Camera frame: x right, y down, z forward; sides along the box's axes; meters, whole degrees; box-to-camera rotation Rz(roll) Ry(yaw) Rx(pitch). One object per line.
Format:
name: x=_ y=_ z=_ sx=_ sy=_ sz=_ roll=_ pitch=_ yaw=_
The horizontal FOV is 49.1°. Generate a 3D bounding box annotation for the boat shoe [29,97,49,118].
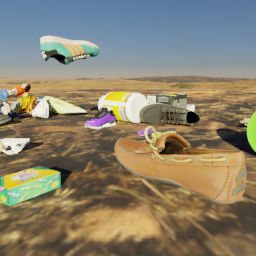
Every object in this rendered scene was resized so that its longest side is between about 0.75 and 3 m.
boat shoe: x=-4.127 y=-0.966 z=12.629 sx=0.781 sy=0.879 sz=2.388 roll=0 pitch=8 yaw=-24

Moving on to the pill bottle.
pill bottle: x=-0.271 y=-0.864 z=11.274 sx=1.145 sy=1.145 sz=2.097 roll=-9 pitch=14 yaw=-41

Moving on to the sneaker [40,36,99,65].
sneaker: x=-1.688 y=-2.190 z=8.313 sx=1.813 sy=0.724 sz=0.647 roll=-2 pitch=-6 yaw=-33

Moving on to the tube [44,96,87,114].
tube: x=-3.232 y=-1.014 z=13.556 sx=2.889 sy=0.750 sz=0.838 roll=18 pitch=58 yaw=46

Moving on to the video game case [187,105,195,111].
video game case: x=2.067 y=-1.064 z=14.919 sx=2.839 sy=0.256 sz=2.033 roll=3 pitch=10 yaw=14

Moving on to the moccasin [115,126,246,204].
moccasin: x=0.686 y=0.432 z=4.607 sx=0.900 sy=0.949 sz=2.460 roll=-8 pitch=13 yaw=-36

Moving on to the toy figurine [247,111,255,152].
toy figurine: x=3.681 y=0.182 z=6.281 sx=1.661 sy=1.247 sz=1.529 roll=33 pitch=17 yaw=30

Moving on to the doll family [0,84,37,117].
doll family: x=-4.706 y=-0.845 z=11.531 sx=2.589 sy=1.167 sz=1.607 roll=-26 pitch=6 yaw=33

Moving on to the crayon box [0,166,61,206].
crayon box: x=-1.540 y=0.848 z=4.244 sx=0.529 sy=0.259 sz=0.890 roll=8 pitch=13 yaw=37

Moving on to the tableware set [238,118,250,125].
tableware set: x=4.848 y=-0.154 z=9.948 sx=1.621 sy=0.225 sz=1.940 roll=3 pitch=9 yaw=11

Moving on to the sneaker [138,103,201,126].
sneaker: x=1.502 y=-0.491 z=10.142 sx=2.108 sy=0.789 sz=1.120 roll=-1 pitch=8 yaw=-14

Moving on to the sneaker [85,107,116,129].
sneaker: x=-0.968 y=-0.371 z=9.753 sx=0.498 sy=0.713 sz=1.433 roll=8 pitch=12 yaw=34

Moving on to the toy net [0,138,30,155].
toy net: x=-3.174 y=0.488 z=6.078 sx=1.995 sy=0.385 sz=1.047 roll=-6 pitch=9 yaw=-38

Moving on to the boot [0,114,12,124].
boot: x=-5.348 y=-1.050 z=9.972 sx=2.248 sy=1.957 sz=0.778 roll=0 pitch=9 yaw=-2

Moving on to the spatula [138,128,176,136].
spatula: x=0.931 y=0.092 z=8.785 sx=1.328 sy=0.136 sz=0.375 roll=-3 pitch=21 yaw=-25

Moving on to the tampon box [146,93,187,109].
tampon box: x=1.675 y=-0.952 z=12.094 sx=1.225 sy=1.032 sz=1.634 roll=7 pitch=12 yaw=33
